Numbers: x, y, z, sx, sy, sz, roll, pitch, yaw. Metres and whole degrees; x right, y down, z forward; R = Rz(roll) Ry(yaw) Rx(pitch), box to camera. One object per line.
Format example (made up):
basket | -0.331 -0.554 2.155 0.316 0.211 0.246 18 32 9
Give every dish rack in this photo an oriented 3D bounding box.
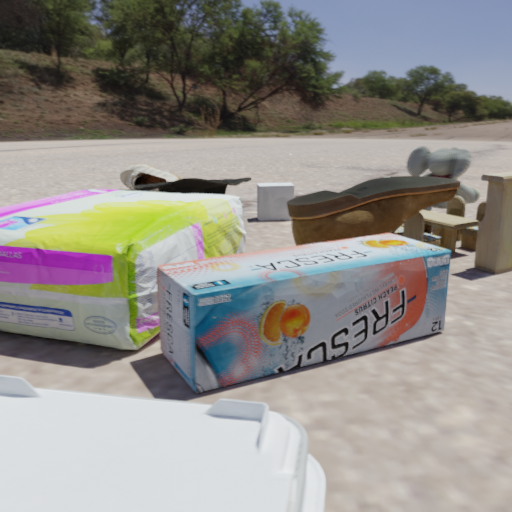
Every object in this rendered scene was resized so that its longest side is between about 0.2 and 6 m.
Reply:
dish rack | -1.176 1.516 3.384 3.113 0.678 2.672 4 15 9

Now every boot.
boot | 2.046 -0.663 9.481 3.127 1.180 1.151 -14 15 -15

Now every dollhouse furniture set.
dollhouse furniture set | 3.684 -0.791 10.155 2.109 1.599 2.406 -9 17 -31

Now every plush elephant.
plush elephant | 4.265 -1.881 12.785 1.506 1.416 1.829 22 30 30

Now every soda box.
soda box | 0.615 0.504 6.362 3.309 1.052 1.131 -9 17 -26

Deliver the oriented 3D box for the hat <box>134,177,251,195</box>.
hat | -1.430 -1.199 12.783 2.728 1.101 2.728 -2 6 0

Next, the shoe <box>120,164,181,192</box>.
shoe | -3.468 -2.423 17.708 2.505 0.876 0.669 12 14 31

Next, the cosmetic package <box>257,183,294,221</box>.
cosmetic package | 0.454 -1.311 13.550 0.859 0.856 0.528 -2 15 -7

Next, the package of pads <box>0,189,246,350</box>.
package of pads | -2.056 -0.101 8.025 3.077 1.358 3.983 4 16 16
